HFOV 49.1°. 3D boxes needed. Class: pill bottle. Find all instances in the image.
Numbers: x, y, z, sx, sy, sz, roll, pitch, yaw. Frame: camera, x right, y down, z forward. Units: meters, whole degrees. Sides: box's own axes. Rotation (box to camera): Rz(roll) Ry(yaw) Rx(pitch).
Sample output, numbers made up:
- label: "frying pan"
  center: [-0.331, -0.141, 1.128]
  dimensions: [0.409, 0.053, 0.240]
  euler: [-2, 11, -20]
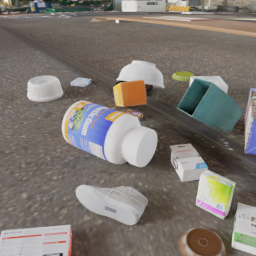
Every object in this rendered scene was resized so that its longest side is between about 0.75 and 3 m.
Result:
- label: "pill bottle"
  center: [-0.580, 0.198, 8.975]
  dimensions: [2.873, 1.610, 1.610]
  euler: [19, 34, 31]

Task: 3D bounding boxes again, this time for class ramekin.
- label: "ramekin"
  center: [-4.101, -1.989, 13.781]
  dimensions: [1.735, 0.808, 1.735]
  euler: [1, 29, 0]

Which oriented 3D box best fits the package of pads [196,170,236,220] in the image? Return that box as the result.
- label: "package of pads"
  center: [2.142, 1.632, 6.953]
  dimensions: [0.807, 1.045, 0.356]
  euler: [24, 34, 36]

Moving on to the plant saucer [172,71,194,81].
- label: "plant saucer"
  center: [3.263, -3.063, 16.371]
  dimensions: [1.360, 0.211, 1.360]
  euler: [-1, 28, 0]

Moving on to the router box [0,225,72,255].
- label: "router box"
  center: [-1.947, 2.689, 5.726]
  dimensions: [1.516, 0.370, 1.360]
  euler: [-3, 29, -5]

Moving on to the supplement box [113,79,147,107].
- label: "supplement box"
  center: [0.015, -1.366, 11.484]
  dimensions: [0.986, 0.953, 2.866]
  euler: [-9, 6, -6]

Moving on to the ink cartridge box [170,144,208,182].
- label: "ink cartridge box"
  center: [1.816, 1.036, 8.650]
  dimensions: [0.775, 0.453, 1.335]
  euler: [-5, 29, -9]

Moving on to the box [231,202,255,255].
- label: "box"
  center: [2.961, 2.353, 6.501]
  dimensions: [0.948, 0.239, 1.313]
  euler: [12, 30, 20]

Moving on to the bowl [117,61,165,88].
- label: "bowl"
  center: [0.699, -2.679, 13.874]
  dimensions: [2.421, 1.088, 2.421]
  euler: [9, 5, -1]

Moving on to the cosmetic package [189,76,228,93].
- label: "cosmetic package"
  center: [3.799, -1.846, 13.430]
  dimensions: [1.487, 0.914, 1.483]
  euler: [-1, 29, 1]

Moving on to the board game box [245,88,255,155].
- label: "board game box"
  center: [5.418, -0.185, 9.911]
  dimensions: [2.245, 1.364, 2.816]
  euler: [10, 30, 18]

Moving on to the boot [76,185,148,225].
- label: "boot"
  center: [-0.395, 1.804, 7.206]
  dimensions: [1.786, 0.657, 0.854]
  euler: [21, 27, 19]

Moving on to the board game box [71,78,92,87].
- label: "board game box"
  center: [-2.571, -2.520, 15.399]
  dimensions: [0.846, 0.184, 0.842]
  euler: [11, 31, 18]

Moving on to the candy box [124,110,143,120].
- label: "candy box"
  center: [0.196, -0.531, 11.759]
  dimensions: [0.751, 0.212, 0.438]
  euler: [14, 31, 26]

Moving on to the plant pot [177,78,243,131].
- label: "plant pot"
  center: [3.136, -0.733, 10.386]
  dimensions: [1.906, 1.347, 1.346]
  euler: [28, 9, -20]

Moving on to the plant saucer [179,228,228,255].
- label: "plant saucer"
  center: [1.656, 2.563, 6.158]
  dimensions: [1.055, 0.193, 1.055]
  euler: [1, 29, 0]

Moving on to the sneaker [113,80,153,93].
- label: "sneaker"
  center: [0.296, -2.010, 13.890]
  dimensions: [2.168, 0.766, 1.059]
  euler: [-2, -8, 35]
